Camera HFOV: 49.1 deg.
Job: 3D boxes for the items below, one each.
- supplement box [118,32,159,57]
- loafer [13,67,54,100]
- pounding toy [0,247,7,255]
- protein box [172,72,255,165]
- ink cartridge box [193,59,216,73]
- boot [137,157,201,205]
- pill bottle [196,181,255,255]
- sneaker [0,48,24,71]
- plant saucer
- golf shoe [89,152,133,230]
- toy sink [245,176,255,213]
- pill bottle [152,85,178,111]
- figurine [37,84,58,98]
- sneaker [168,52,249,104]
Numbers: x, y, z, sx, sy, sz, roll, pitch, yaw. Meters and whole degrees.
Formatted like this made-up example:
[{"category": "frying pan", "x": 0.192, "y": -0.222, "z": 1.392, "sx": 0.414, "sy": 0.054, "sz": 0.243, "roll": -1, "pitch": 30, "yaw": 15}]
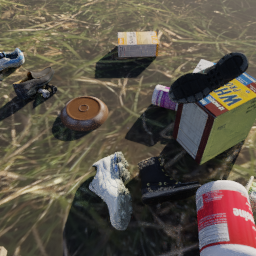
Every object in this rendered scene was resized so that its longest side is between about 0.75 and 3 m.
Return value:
[{"category": "supplement box", "x": 0.530, "y": -4.648, "z": 15.518, "sx": 2.195, "sy": 0.807, "sz": 1.383, "roll": -2, "pitch": 47, "yaw": -2}, {"category": "loafer", "x": -4.417, "y": -2.321, "z": 13.281, "sx": 0.866, "sy": 0.860, "sz": 2.380, "roll": 5, "pitch": 43, "yaw": 32}, {"category": "pounding toy", "x": -4.132, "y": 3.919, "z": 8.073, "sx": 0.957, "sy": 0.438, "sz": 0.841, "roll": 1, "pitch": 48, "yaw": 1}, {"category": "protein box", "x": 3.337, "y": -0.500, "z": 10.564, "sx": 2.603, "sy": 2.623, "sz": 1.769, "roll": -25, "pitch": 53, "yaw": -21}, {"category": "ink cartridge box", "x": 3.796, "y": -2.428, "z": 13.577, "sx": 1.286, "sy": 0.754, "sz": 1.756, "roll": 22, "pitch": 50, "yaw": 19}, {"category": "boot", "x": 1.364, "y": 1.755, "z": 9.841, "sx": 2.094, "sy": 0.766, "sz": 1.576, "roll": -12, "pitch": 49, "yaw": -3}, {"category": "pill bottle", "x": 2.840, "y": 3.097, "z": 8.027, "sx": 1.595, "sy": 1.595, "sz": 2.842, "roll": 4, "pitch": 48, "yaw": 3}, {"category": "sneaker", "x": -6.642, "y": -3.338, "z": 14.274, "sx": 2.638, "sy": 0.956, "sz": 0.948, "roll": -29, "pitch": 55, "yaw": -22}, {"category": "plant saucer", "x": -1.932, "y": -0.763, "z": 12.332, "sx": 2.122, "sy": 0.388, "sz": 2.122, "roll": 1, "pitch": 48, "yaw": -1}, {"category": "golf shoe", "x": -0.625, "y": 2.169, "z": 9.457, "sx": 1.377, "sy": 1.109, "sz": 2.833, "roll": -15, "pitch": 42, "yaw": 9}, {"category": "toy sink", "x": 4.114, "y": 2.197, "z": 9.226, "sx": 0.576, "sy": 1.029, "sz": 0.671, "roll": 25, "pitch": 52, "yaw": 21}, {"category": "pill bottle", "x": 1.965, "y": -1.282, "z": 12.432, "sx": 1.649, "sy": 0.925, "sz": 0.925, "roll": 18, "pitch": 50, "yaw": 15}, {"category": "figurine", "x": -3.883, "y": -1.825, "z": 13.367, "sx": 0.747, "sy": 0.330, "sz": 0.766, "roll": 28, "pitch": 53, "yaw": 33}, {"category": "sneaker", "x": 2.293, "y": -1.300, "z": 8.025, "sx": 2.324, "sy": 0.921, "sz": 0.876, "roll": -24, "pitch": 81, "yaw": 16}]
